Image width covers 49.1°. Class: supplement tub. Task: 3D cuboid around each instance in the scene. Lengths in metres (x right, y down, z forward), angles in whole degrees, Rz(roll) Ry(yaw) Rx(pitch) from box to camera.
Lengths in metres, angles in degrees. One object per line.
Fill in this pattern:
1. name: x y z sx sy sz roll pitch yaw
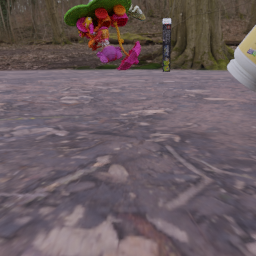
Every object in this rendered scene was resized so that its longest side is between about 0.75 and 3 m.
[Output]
1. supplement tub: 3.601 -1.965 6.945 1.430 1.967 1.430 23 35 -17

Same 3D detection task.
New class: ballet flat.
1. ballet flat: 0.166 -4.897 11.691 1.541 0.545 0.545 4 11 -30

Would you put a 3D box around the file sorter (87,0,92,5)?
1. file sorter: -1.193 -4.525 11.028 0.570 0.915 0.635 -39 4 34

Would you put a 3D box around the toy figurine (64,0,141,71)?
1. toy figurine: -0.492 -2.476 7.823 2.045 1.882 1.535 -19 -10 -23

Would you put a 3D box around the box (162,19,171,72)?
1. box: 1.671 -3.560 12.077 0.349 2.011 1.107 1 31 8
